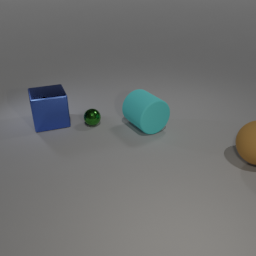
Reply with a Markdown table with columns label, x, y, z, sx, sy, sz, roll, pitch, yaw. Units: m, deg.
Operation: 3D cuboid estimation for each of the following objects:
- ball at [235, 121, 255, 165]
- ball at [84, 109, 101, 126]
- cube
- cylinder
| label | x | y | z | sx | sy | sz | roll | pitch | yaw |
| --- | --- | --- | --- | --- | --- | --- | --- | --- | --- |
| ball | 4.093 | 0.456 | 8.708 | 1.400 | 1.400 | 1.400 | 0 | 29 | 0 |
| ball | -1.460 | -0.446 | 11.453 | 0.700 | 0.700 | 0.700 | 0 | 29 | 0 |
| cube | -3.226 | -0.841 | 11.454 | 1.400 | 1.400 | 1.400 | -11 | 31 | -18 |
| cylinder | 0.699 | -0.666 | 11.100 | 1.400 | 1.400 | 1.400 | -16 | 33 | -27 |
